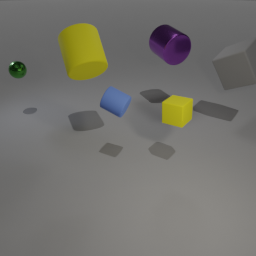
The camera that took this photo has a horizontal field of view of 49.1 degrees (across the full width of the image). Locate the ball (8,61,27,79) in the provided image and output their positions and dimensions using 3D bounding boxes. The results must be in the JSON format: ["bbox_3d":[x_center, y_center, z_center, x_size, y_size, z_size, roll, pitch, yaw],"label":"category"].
[{"bbox_3d":[-4.479,-2.361,11.373,0.700,0.700,0.700,0,28,0],"label":"ball"}]

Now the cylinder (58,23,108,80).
[{"bbox_3d":[-1.535,-2.553,9.536,1.400,1.400,1.400,-17,-11,-3],"label":"cylinder"}]

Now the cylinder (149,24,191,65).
[{"bbox_3d":[1.857,-3.714,12.489,1.400,1.400,1.400,-12,39,-21],"label":"cylinder"}]

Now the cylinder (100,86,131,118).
[{"bbox_3d":[-0.361,-0.767,8.262,0.700,0.700,0.700,29,34,7],"label":"cylinder"}]

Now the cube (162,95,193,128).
[{"bbox_3d":[1.503,-0.521,8.539,0.700,0.700,0.700,16,33,32],"label":"cube"}]

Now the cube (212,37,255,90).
[{"bbox_3d":[4.515,-2.557,11.247,1.400,1.400,1.400,-8,28,50],"label":"cube"}]
